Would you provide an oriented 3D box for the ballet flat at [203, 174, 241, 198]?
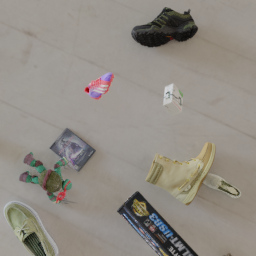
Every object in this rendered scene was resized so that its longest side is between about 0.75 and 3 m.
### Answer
[{"bbox_3d":[3.344,2.030,9.937,1.470,0.511,0.511,27,80,5],"label":"ballet flat"}]

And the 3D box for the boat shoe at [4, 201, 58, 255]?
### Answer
[{"bbox_3d":[-3.312,3.497,9.482,0.918,0.791,2.549,-44,82,-8],"label":"boat shoe"}]

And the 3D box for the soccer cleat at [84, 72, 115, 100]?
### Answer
[{"bbox_3d":[-0.958,-1.389,9.171,0.648,1.696,0.566,24,69,-15],"label":"soccer cleat"}]

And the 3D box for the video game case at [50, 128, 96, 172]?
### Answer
[{"bbox_3d":[-2.046,0.795,10.362,1.409,0.134,1.007,38,81,6],"label":"video game case"}]

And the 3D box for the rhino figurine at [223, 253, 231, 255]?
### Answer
[{"bbox_3d":[3.152,4.948,9.386,0.639,0.437,1.462,42,84,7],"label":"rhino figurine"}]

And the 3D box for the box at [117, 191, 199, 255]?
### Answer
[{"bbox_3d":[0.790,3.127,8.344,0.631,2.519,2.538,-41,80,-19],"label":"box"}]

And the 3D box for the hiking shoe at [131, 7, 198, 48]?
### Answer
[{"bbox_3d":[1.343,-4.012,10.997,2.615,0.990,1.316,-8,69,-10],"label":"hiking shoe"}]

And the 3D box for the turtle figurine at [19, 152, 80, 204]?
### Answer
[{"bbox_3d":[-2.623,1.734,9.712,2.214,1.115,1.658,20,82,10],"label":"turtle figurine"}]

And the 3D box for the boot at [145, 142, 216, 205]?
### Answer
[{"bbox_3d":[1.867,1.247,9.924,1.851,0.867,2.381,29,83,6],"label":"boot"}]

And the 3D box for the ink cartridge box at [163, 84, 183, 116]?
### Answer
[{"bbox_3d":[1.532,-0.945,9.454,0.639,0.368,0.875,38,47,-34],"label":"ink cartridge box"}]
